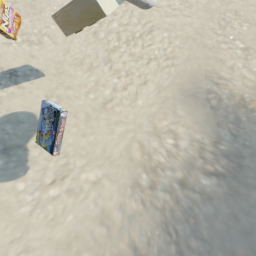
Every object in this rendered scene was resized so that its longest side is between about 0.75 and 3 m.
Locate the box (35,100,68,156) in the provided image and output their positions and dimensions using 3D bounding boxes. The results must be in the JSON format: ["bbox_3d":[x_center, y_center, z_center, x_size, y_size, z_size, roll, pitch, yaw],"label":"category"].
[{"bbox_3d":[-1.615,-0.010,5.862,0.683,1.000,0.188,28,22,34],"label":"box"}]

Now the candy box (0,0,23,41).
[{"bbox_3d":[-2.998,-2.624,6.743,0.312,1.105,0.645,12,88,9],"label":"candy box"}]

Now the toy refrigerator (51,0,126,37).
[{"bbox_3d":[-0.941,-2.753,6.486,1.981,0.693,0.752,4,48,52],"label":"toy refrigerator"}]

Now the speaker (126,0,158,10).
[{"bbox_3d":[0.053,-3.547,6.919,0.781,0.781,1.923,36,24,22],"label":"speaker"}]
